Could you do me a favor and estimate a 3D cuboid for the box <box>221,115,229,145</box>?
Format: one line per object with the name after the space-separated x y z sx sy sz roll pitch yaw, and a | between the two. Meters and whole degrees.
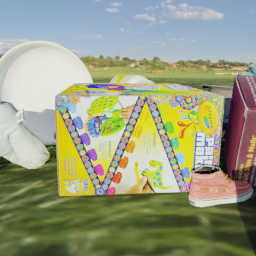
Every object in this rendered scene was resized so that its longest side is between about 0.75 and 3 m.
3.063 0.046 6.579 2.205 0.480 1.766 -8 14 -31 | box

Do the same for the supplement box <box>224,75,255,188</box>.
2.510 0.077 3.884 2.054 1.344 1.060 4 35 11 | supplement box

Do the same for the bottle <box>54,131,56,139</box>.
-1.194 -0.192 5.925 0.341 1.045 0.437 8 -18 39 | bottle

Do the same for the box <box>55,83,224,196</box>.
0.067 0.004 4.710 2.178 1.379 2.261 0 13 -6 | box

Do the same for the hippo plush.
-2.110 0.344 4.192 1.369 1.356 1.703 -39 3 -23 | hippo plush

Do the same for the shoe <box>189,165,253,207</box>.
1.235 0.713 3.643 0.964 0.438 0.344 -4 13 -20 | shoe

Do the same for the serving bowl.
-1.783 -0.759 6.196 2.199 2.199 0.723 0 12 0 | serving bowl

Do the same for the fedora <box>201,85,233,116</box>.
3.441 -0.742 8.667 2.229 1.138 2.520 11 14 38 | fedora

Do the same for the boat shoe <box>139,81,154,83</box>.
-0.414 -0.660 7.193 2.422 0.871 0.796 -22 10 -12 | boat shoe

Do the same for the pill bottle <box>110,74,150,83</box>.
0.218 -1.698 12.538 1.351 1.351 2.395 -7 14 -28 | pill bottle

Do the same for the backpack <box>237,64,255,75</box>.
5.050 -1.445 10.179 1.640 1.934 2.179 -21 14 6 | backpack
